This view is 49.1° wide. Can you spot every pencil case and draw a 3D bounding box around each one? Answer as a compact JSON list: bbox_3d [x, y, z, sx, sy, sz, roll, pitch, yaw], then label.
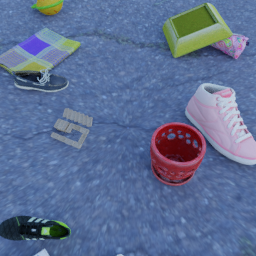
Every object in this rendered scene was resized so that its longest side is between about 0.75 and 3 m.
[{"bbox_3d":[3.660,-3.577,11.167,2.123,0.928,0.928,35,59,27],"label":"pencil case"}]

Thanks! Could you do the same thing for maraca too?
[{"bbox_3d":[-3.741,-5.779,13.003,1.805,0.965,1.237,20,47,39],"label":"maraca"}]

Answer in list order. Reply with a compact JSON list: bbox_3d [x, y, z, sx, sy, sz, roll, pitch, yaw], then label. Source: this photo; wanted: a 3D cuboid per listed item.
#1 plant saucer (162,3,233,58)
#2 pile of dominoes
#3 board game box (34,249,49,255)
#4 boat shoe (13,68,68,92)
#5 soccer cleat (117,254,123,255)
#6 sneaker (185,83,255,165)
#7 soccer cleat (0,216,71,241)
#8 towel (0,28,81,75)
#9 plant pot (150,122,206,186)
[{"bbox_3d":[2.644,-4.121,11.292,2.356,0.565,2.360,-19,48,11],"label":"plant saucer"},{"bbox_3d":[-1.638,0.010,8.399,1.321,0.210,1.030,19,73,31],"label":"pile of dominoes"},{"bbox_3d":[-2.297,3.710,5.492,2.269,0.393,1.432,-30,57,-23],"label":"board game box"},{"bbox_3d":[-2.994,-1.699,9.679,1.829,0.565,0.685,5,59,-9],"label":"boat shoe"},{"bbox_3d":[0.029,3.192,5.861,0.395,0.490,1.150,-22,53,-17],"label":"soccer cleat"},{"bbox_3d":[2.837,-0.254,8.046,1.022,1.419,2.714,-19,52,-32],"label":"sneaker"},{"bbox_3d":[-1.997,2.203,6.117,1.528,0.619,0.516,14,71,-30],"label":"soccer cleat"},{"bbox_3d":[-3.570,-2.947,11.017,2.147,0.340,2.990,32,57,24],"label":"towel"},{"bbox_3d":[1.255,0.727,7.398,1.372,1.249,1.372,0,51,0],"label":"plant pot"}]
